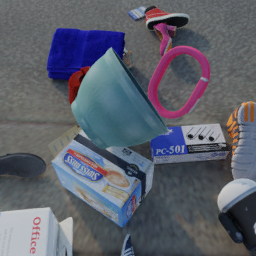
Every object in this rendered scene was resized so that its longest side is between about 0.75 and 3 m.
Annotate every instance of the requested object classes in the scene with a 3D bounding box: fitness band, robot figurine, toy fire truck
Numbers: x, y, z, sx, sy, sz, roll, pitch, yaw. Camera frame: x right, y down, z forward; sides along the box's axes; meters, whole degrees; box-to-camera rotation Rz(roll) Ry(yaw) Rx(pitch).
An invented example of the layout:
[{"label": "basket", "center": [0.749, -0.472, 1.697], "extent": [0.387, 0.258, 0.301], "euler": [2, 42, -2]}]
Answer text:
[{"label": "fitness band", "center": [1.319, -1.187, 7.531], "extent": [1.435, 1.998, 0.374], "euler": [38, 30, 20]}, {"label": "robot figurine", "center": [3.138, 2.235, 6.998], "extent": [1.234, 1.486, 1.977], "euler": [-43, 58, 17]}, {"label": "toy fire truck", "center": [-1.320, -0.513, 8.923], "extent": [2.845, 1.830, 2.504], "euler": [-23, 57, -28]}]

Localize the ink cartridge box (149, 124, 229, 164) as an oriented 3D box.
[{"label": "ink cartridge box", "center": [1.831, 0.484, 8.712], "extent": [2.266, 0.501, 1.065], "euler": [-4, 53, -3]}]

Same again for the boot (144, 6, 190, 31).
[{"label": "boot", "center": [1.749, -5.168, 12.787], "extent": [1.966, 0.712, 1.418], "euler": [-4, 53, 1]}]

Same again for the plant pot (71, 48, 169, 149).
[{"label": "plant pot", "center": [-0.319, -0.455, 6.540], "extent": [1.538, 2.296, 2.296], "euler": [-35, 57, 8]}]

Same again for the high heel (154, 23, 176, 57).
[{"label": "high heel", "center": [1.353, -3.697, 11.702], "extent": [1.018, 0.715, 2.122], "euler": [10, 56, 13]}]

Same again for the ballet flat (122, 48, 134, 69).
[{"label": "ballet flat", "center": [-0.792, -3.170, 11.211], "extent": [2.436, 0.819, 0.829], "euler": [25, 49, 17]}]

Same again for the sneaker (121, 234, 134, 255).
[{"label": "sneaker", "center": [0.088, 3.127, 6.856], "extent": [0.513, 0.331, 0.946], "euler": [7, 60, 11]}]

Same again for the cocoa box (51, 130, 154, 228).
[{"label": "cocoa box", "center": [-0.638, 1.274, 7.506], "extent": [2.233, 1.489, 1.465], "euler": [29, 59, 20]}]

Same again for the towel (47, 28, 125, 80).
[{"label": "towel", "center": [-1.581, -2.754, 10.453], "extent": [2.785, 0.690, 2.056], "euler": [6, 83, 9]}]

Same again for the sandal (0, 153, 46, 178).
[{"label": "sandal", "center": [-3.427, 1.028, 8.213], "extent": [2.061, 0.784, 0.441], "euler": [0, 26, -1]}]

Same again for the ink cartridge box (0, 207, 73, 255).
[{"label": "ink cartridge box", "center": [-2.613, 3.024, 5.975], "extent": [2.978, 1.865, 1.914], "euler": [-4, 54, -3]}]

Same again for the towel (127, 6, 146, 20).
[{"label": "towel", "center": [0.535, -5.490, 13.381], "extent": [0.965, 0.115, 0.709], "euler": [-29, 61, -17]}]

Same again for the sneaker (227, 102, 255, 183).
[{"label": "sneaker", "center": [3.535, 0.506, 8.456], "extent": [0.968, 1.397, 2.494], "euler": [7, 88, 7]}]
